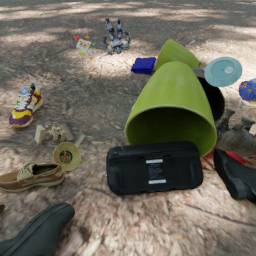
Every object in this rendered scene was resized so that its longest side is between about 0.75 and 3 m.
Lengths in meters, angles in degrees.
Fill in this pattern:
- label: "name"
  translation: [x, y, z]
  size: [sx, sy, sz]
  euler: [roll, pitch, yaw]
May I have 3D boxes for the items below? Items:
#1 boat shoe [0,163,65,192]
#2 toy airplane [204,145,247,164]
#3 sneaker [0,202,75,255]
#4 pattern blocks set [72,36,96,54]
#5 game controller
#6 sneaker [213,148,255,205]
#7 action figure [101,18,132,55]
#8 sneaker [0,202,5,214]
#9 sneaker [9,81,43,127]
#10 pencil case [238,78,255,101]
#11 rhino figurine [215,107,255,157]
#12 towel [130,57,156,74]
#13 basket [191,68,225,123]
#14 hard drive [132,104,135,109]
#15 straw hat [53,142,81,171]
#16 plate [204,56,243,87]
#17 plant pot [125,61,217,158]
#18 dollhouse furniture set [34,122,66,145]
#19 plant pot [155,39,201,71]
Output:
- label: "boat shoe"
  translation: [-2.968, 1.401, 8.573]
  size: [2.001, 0.739, 0.757]
  euler: [-7, 35, -9]
- label: "toy airplane"
  translation: [3.061, 0.664, 9.953]
  size: [2.135, 0.393, 2.135]
  euler: [-1, 33, 0]
- label: "sneaker"
  translation: [-2.119, 2.823, 6.416]
  size: [1.288, 1.078, 2.838]
  euler: [43, 38, 10]
- label: "pattern blocks set"
  translation: [-2.015, -3.782, 12.725]
  size: [1.067, 0.086, 0.938]
  euler: [8, 77, 7]
- label: "game controller"
  translation: [0.820, 1.208, 8.680]
  size: [2.983, 0.628, 1.556]
  euler: [-4, 71, -3]
- label: "sneaker"
  translation: [3.565, 1.486, 8.544]
  size: [1.233, 0.710, 2.364]
  euler: [-5, 40, -6]
- label: "action figure"
  translation: [-0.518, -3.818, 11.872]
  size: [1.315, 0.701, 2.021]
  euler: [-8, 56, -1]
- label: "sneaker"
  translation: [-3.993, 2.342, 7.480]
  size: [0.563, 0.421, 1.254]
  euler: [26, 45, 25]
- label: "sneaker"
  translation: [-4.359, -1.040, 11.758]
  size: [0.946, 1.137, 2.525]
  euler: [1, 35, 2]
- label: "pencil case"
  translation: [6.443, -1.945, 13.245]
  size: [2.431, 0.949, 1.056]
  euler: [-15, 45, -21]
- label: "rhino figurine"
  translation: [3.861, 0.377, 9.109]
  size: [2.923, 1.278, 0.874]
  euler: [19, 18, -35]
- label: "towel"
  translation: [0.912, -3.616, 16.193]
  size: [1.281, 0.430, 1.735]
  euler: [2, 34, 14]
- label: "basket"
  translation: [2.980, -1.609, 12.050]
  size: [1.692, 2.244, 2.488]
  euler: [-36, 18, 22]
- label: "hard drive"
  translation: [1.075, -0.899, 12.382]
  size: [1.575, 0.200, 1.039]
  euler: [11, 36, 16]
- label: "straw hat"
  translation: [-2.133, 0.992, 9.401]
  size: [0.439, 1.037, 1.037]
  euler: [-27, 9, 47]
- label: "plate"
  translation: [2.037, -1.233, 6.005]
  size: [0.788, 0.101, 0.788]
  euler: [-10, 62, 19]
- label: "plant pot"
  translation: [1.474, -0.811, 9.393]
  size: [2.758, 2.758, 2.948]
  euler: [5, 50, 8]
- label: "dollhouse furniture set"
  translation: [-2.968, 0.246, 10.598]
  size: [0.940, 0.612, 0.863]
  euler: [-1, 29, -41]
- label: "plant pot"
  translation: [2.786, -3.489, 15.008]
  size: [1.993, 1.864, 1.864]
  euler: [30, 43, 16]
